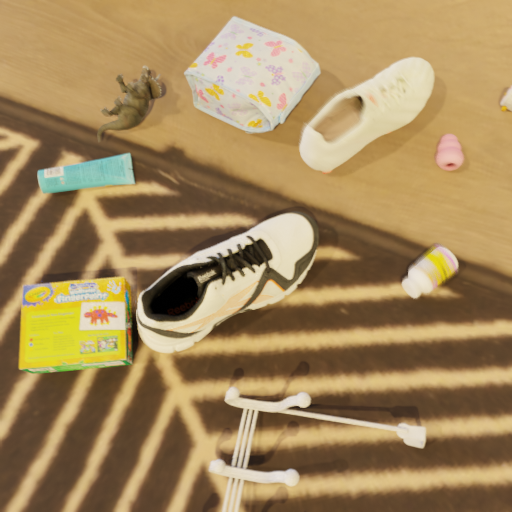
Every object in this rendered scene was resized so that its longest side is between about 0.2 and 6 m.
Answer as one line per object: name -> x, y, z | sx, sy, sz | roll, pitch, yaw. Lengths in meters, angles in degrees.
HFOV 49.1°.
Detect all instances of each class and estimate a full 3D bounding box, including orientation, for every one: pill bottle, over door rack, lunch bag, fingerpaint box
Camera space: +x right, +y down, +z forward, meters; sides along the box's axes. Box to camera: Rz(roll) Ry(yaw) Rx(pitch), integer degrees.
pill bottle -> 2.778, 0.282, 9.012 | 0.881, 0.459, 0.459 | -38, 75, -13
over door rack -> 0.849, 3.130, 7.583 | 3.044, 1.014, 2.249 | 11, 64, 4
lunch bag -> -0.037, -3.057, 9.852 | 1.852, 1.177, 1.571 | 27, 71, 20
fingerpaint box -> -2.750, 1.073, 8.665 | 1.573, 0.577, 1.313 | -6, 71, -3

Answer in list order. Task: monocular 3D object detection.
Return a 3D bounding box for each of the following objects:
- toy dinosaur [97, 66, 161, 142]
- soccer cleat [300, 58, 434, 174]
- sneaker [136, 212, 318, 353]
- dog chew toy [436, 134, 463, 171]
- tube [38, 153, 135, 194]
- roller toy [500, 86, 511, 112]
toy dinosaur -> -2.202, -2.645, 9.919 | 0.635, 0.843, 1.649 | 25, 90, 35
soccer cleat -> 1.990, -2.543, 9.567 | 2.982, 1.157, 1.033 | -39, 70, -12
sneaker -> -0.353, 0.325, 8.568 | 3.295, 1.318, 1.215 | -34, 72, -13
dog chew toy -> 3.384, -1.840, 9.807 | 0.432, 0.432, 0.694 | 8, 62, 3
tube -> -2.927, -1.398, 9.687 | 1.565, 0.394, 0.606 | -10, 77, -9
roller toy -> 4.655, -2.860, 10.159 | 0.324, 0.463, 0.422 | 32, 64, 8
